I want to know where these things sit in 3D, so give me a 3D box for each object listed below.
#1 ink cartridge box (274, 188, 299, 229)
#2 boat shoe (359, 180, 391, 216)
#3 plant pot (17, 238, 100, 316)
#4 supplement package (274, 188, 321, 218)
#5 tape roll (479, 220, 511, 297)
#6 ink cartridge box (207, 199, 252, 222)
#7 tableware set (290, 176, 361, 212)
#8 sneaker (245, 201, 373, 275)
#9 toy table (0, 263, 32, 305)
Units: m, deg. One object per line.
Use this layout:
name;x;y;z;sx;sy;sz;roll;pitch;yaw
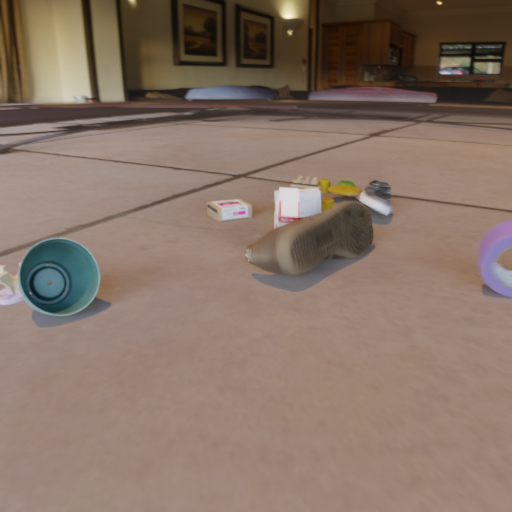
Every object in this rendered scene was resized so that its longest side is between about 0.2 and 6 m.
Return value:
ink cartridge box;0.632;-0.845;11.724;0.423;1.003;0.726;3;61;-3
boat shoe;3.096;-1.554;14.146;0.738;0.699;2.111;29;15;2
plant pot;-3.182;0.383;8.821;1.206;1.206;0.808;-15;-2;-35
supplement package;1.011;-1.292;13.729;1.087;0.618;0.595;-3;17;0
tape roll;4.362;0.051;9.252;1.238;1.238;0.526;6;32;16
ink cartridge box;-0.665;-1.145;13.972;0.931;0.349;0.767;-8;20;-24
tableware set;1.868;-1.649;15.367;1.951;0.445;2.897;7;20;10
sneaker;1.096;-0.406;10.822;1.210;1.128;3.202;0;9;40
toy table;-4.036;0.423;9.428;0.798;0.509;0.868;1;21;4
